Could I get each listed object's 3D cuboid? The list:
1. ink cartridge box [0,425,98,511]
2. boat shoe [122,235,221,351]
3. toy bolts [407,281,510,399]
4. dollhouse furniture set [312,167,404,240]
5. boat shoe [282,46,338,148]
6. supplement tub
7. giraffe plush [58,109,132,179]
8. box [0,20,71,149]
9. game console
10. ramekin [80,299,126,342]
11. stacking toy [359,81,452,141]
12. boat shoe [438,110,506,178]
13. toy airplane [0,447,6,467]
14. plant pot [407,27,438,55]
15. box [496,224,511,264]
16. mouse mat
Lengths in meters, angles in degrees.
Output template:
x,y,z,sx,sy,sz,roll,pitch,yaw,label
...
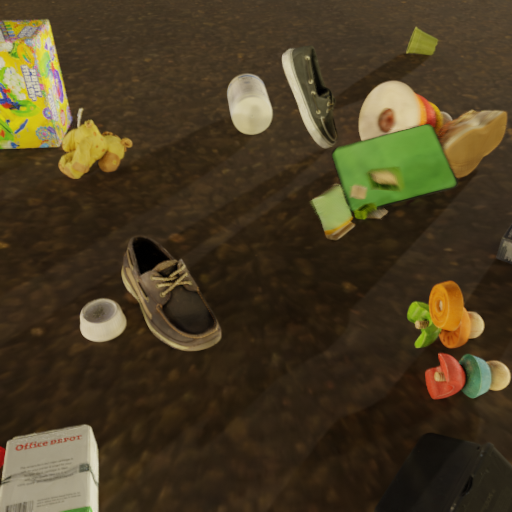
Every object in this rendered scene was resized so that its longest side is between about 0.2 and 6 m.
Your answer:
x,y,z,sx,sy,sz,roll,pitch,yaw,label
-2.298,2.678,6.274,0.984,0.557,1.342,-7,39,-9,ink cartridge box
-1.433,0.515,8.695,0.923,0.909,2.478,-27,46,-29,boat shoe
2.920,1.155,7.709,1.045,1.439,1.506,1,56,-8,toy bolts
1.952,-1.028,10.412,1.775,0.887,0.685,-35,26,-31,dollhouse furniture set
1.363,-3.519,12.554,0.687,2.427,0.833,-8,36,34,boat shoe
-0.181,-3.816,14.026,1.020,1.020,1.545,-4,40,-5,supplement tub
-3.437,-2.296,12.190,1.187,1.464,1.263,14,8,-41,giraffe plush
-5.868,-3.925,12.949,2.419,2.512,1.532,-2,39,-2,box
2.303,2.852,6.404,1.243,0.822,1.413,47,52,6,game console
-2.371,0.959,8.609,0.702,0.327,0.702,0,39,0,ramekin
3.716,-3.073,13.061,2.322,1.696,1.696,-3,35,-35,stacking toy
4.550,-2.550,12.544,1.000,1.066,2.891,22,39,38,boat shoe
-3.841,2.639,6.522,1.724,0.317,1.724,1,37,-1,toy airplane
5.396,-6.852,18.111,0.793,0.835,0.835,19,41,3,plant pot
4.879,-0.207,9.934,0.854,0.488,0.938,24,45,30,box
2.775,-1.804,11.437,2.187,0.082,1.760,-15,59,7,mouse mat
